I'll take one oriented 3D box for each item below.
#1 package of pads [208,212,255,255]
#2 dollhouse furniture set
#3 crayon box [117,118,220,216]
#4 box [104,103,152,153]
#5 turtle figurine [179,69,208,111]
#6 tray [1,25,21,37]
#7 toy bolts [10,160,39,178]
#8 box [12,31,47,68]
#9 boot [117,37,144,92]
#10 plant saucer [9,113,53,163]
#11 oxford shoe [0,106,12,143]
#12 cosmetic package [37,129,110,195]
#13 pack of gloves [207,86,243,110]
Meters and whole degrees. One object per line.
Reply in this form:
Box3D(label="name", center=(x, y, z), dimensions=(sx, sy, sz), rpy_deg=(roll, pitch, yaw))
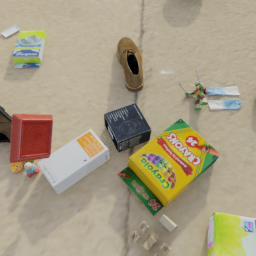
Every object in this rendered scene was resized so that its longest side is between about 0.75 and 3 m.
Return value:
Box3D(label="package of pads", center=(3.090, 3.562, 7.914), dimensions=(1.635, 0.722, 2.116), rpy_deg=(7, 58, 5))
Box3D(label="dollhouse furniture set", center=(0.876, 3.187, 8.318), dimensions=(1.084, 0.768, 1.180), rpy_deg=(40, 87, 23))
Box3D(label="crayon box", center=(1.344, 1.207, 9.274), dimensions=(2.957, 0.751, 1.877), rpy_deg=(-36, 67, -22))
Box3D(label="box", center=(-0.031, -0.029, 10.087), dimensions=(1.290, 0.813, 1.312), rpy_deg=(-21, 60, -12))
Box3D(label="turtle figurine", center=(2.587, -1.370, 10.902), dimensions=(0.901, 1.252, 1.214), rpy_deg=(-22, 59, 26))
Box3D(label="tray", center=(-5.571, -4.611, 13.360), dimensions=(0.456, 0.094, 0.850), rpy_deg=(40, 66, 21))
Box3D(label="toy bolts", center=(-3.509, 1.207, 9.417), dimensions=(0.899, 0.653, 0.942), rpy_deg=(-34, 64, -19))
Box3D(label="box", center=(-4.381, -3.533, 12.482), dimensions=(1.187, 0.464, 1.946), rpy_deg=(-1, 57, 0))
Box3D(label="boot", center=(0.142, -2.995, 11.776), dimensions=(1.085, 1.112, 2.946), rpy_deg=(-9, 58, -4))
Box3D(label="plant saucer", center=(-2.727, 0.291, 8.173), dimensions=(0.255, 1.386, 1.389), rpy_deg=(10, 96, 34))
Box3D(label="oxford shoe", center=(-4.755, -0.153, 10.063), dimensions=(2.782, 1.011, 1.174), rpy_deg=(28, 64, 16))
Box3D(label="cosmetic package", center=(-1.782, 1.102, 9.422), dimensions=(2.131, 0.759, 1.081), rpy_deg=(-35, 64, -19))
Box3D(label="pack of gloves", center=(3.865, -1.269, 11.187), dimensions=(1.371, 0.270, 1.151), rpy_deg=(-2, 59, -2))
